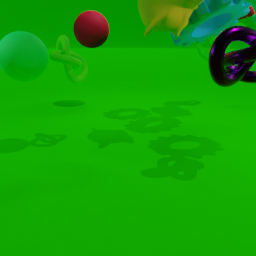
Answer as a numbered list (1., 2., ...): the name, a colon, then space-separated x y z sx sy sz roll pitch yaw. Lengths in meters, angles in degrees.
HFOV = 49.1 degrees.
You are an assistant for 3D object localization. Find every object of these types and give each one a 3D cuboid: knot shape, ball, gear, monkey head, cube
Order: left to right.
1. ball: -2.253 -1.528 6.026 1.050 1.050 1.050 0 18 0
2. knot shape: -1.422 -1.664 6.577 0.528 1.070 1.144 -32 -20 8
3. ball: -1.369 -3.672 10.466 1.331 1.331 1.331 0 18 0
4. monkey head: 0.899 -2.725 5.896 1.177 1.953 1.405 16 -23 -24
5. gear: 2.136 -2.860 7.369 2.097 0.388 2.097 -21 -6 -2
6. knot shape: 3.403 -3.364 10.614 1.882 1.761 0.869 16 25 -32
7. cube: 3.265 -4.047 8.538 1.063 1.063 1.063 24 -10 -33
8. knot shape: 2.081 -1.253 4.593 1.400 0.691 1.496 -35 -25 33
9. gear: 2.905 -2.522 5.337 1.843 1.843 0.341 -12 -3 -32
